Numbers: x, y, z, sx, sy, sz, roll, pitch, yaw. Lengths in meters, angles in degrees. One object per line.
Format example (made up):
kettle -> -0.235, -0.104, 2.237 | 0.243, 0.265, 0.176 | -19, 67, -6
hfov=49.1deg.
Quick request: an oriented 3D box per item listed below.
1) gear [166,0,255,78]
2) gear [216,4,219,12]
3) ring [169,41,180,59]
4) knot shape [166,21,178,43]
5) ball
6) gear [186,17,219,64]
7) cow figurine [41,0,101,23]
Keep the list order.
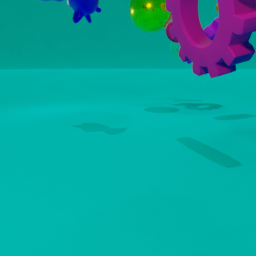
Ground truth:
gear -> 1.183, -1.738, 4.178 | 0.354, 1.912, 1.912 | -18, 18, -15
gear -> 3.056, -3.422, 7.147 | 1.680, 1.680, 0.311 | -8, 49, -31
ring -> 2.477, -3.603, 11.933 | 1.437, 1.437, 0.287 | 0, 41, 1
knot shape -> 1.937, -3.709, 10.420 | 1.152, 1.231, 0.569 | -39, 56, -2
ball -> 0.719, -3.694, 8.699 | 1.389, 1.389, 1.389 | 0, 13, 0
gear -> 2.792, -3.179, 10.150 | 0.364, 1.967, 1.967 | 46, 22, 4
cow figurine -> -1.366, -2.820, 5.668 | 1.597, 1.571, 0.877 | 11, 59, 50
